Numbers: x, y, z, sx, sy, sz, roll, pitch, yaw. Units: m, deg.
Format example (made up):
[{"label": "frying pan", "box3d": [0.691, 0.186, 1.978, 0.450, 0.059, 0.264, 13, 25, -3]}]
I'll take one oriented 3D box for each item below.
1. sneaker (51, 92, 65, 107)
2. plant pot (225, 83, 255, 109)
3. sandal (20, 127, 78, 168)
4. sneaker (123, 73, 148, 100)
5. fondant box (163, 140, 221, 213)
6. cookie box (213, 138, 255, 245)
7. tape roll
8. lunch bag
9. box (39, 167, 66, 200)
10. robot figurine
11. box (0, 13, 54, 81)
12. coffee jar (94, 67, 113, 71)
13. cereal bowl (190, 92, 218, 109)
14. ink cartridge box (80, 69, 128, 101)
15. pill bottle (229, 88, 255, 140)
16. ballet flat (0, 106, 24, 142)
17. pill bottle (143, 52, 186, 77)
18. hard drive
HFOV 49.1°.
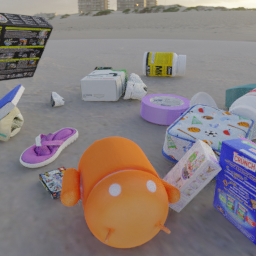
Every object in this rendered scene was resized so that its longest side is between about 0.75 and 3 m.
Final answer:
[{"label": "sneaker", "box3d": [-3.547, -1.409, 14.057, 0.623, 0.533, 1.431, 2, 28, -23]}, {"label": "plant pot", "box3d": [5.508, -1.337, 12.810, 1.328, 1.327, 1.878, -20, 23, -40]}, {"label": "sandal", "box3d": [-2.606, 0.433, 9.246, 1.097, 0.662, 2.695, 7, 24, 16]}, {"label": "sneaker", "box3d": [0.479, -2.192, 15.317, 1.197, 1.110, 2.954, 12, 27, 0]}, {"label": "fondant box", "box3d": [1.446, 1.112, 6.633, 0.429, 1.473, 1.063, 33, 21, -10]}, {"label": "cookie box", "box3d": [2.570, 1.270, 5.841, 0.647, 1.721, 1.472, -9, 24, -21]}, {"label": "tape roll", "box3d": [1.649, -0.846, 12.168, 2.171, 0.712, 2.171, 3, 23, -1]}, {"label": "lunch bag", "box3d": [2.495, 0.265, 8.763, 2.381, 1.123, 2.971, 19, 31, 27]}, {"label": "box", "box3d": [-1.832, 1.433, 7.433, 0.728, 0.212, 1.064, -15, 27, -31]}, {"label": "robot figurine", "box3d": [-0.148, 1.259, 5.960, 1.694, 2.089, 2.905, -44, 27, 6]}, {"label": "box", "box3d": [-3.800, -2.417, 8.588, 0.589, 2.133, 2.663, 45, 34, 14]}, {"label": "coffee jar", "box3d": [-1.802, -4.120, 20.326, 1.316, 0.561, 0.686, 5, 34, 11]}, {"label": "cereal bowl", "box3d": [3.022, -0.714, 11.420, 1.436, 1.436, 0.598, -22, -6, -42]}, {"label": "ink cartridge box", "box3d": [-1.244, -2.397, 15.351, 2.000, 1.133, 2.728, 1, 23, 11]}, {"label": "pill bottle", "box3d": [4.754, -0.548, 10.395, 1.608, 1.608, 2.864, 18, 30, 37]}, {"label": "ballet flat", "box3d": [-4.469, -0.159, 10.773, 0.828, 0.828, 2.384, -1, 24, -2]}, {"label": "pill bottle", "box3d": [2.590, -4.504, 19.845, 2.921, 1.669, 1.669, 4, 23, 11]}, {"label": "hard drive", "box3d": [-5.163, -0.836, 11.431, 1.807, 0.347, 2.739, -38, 24, 3]}]
